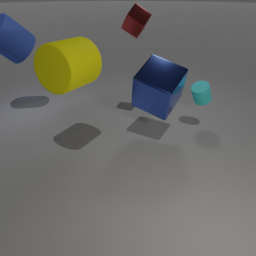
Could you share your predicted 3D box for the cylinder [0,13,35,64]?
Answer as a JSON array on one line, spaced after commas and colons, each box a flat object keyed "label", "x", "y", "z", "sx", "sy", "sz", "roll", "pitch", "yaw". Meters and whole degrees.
[{"label": "cylinder", "x": -4.647, "y": -3.487, "z": 11.017, "sx": 1.400, "sy": 1.400, "sz": 1.400, "roll": 30, "pitch": -2, "yaw": 44}]

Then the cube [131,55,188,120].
[{"label": "cube", "x": 1.067, "y": -1.405, "z": 9.748, "sx": 1.400, "sy": 1.400, "sz": 1.400, "roll": 27, "pitch": 58, "yaw": 16}]

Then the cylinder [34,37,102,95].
[{"label": "cylinder", "x": -1.701, "y": -1.818, "z": 8.052, "sx": 1.400, "sy": 1.400, "sz": 1.400, "roll": 15, "pitch": 30, "yaw": 26}]

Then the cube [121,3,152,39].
[{"label": "cube", "x": 0.287, "y": -3.740, "z": 9.813, "sx": 0.700, "sy": 0.700, "sz": 0.700, "roll": 32, "pitch": 64, "yaw": -6}]

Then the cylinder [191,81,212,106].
[{"label": "cylinder", "x": 2.840, "y": -1.349, "z": 10.833, "sx": 0.700, "sy": 0.700, "sz": 0.700, "roll": -14, "pitch": 44, "yaw": 14}]
